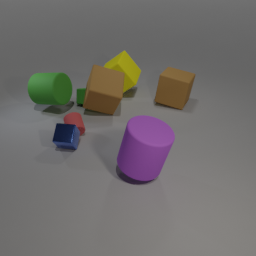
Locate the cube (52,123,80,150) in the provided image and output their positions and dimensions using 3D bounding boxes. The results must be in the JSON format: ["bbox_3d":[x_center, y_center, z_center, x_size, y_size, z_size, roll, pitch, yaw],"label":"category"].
[{"bbox_3d":[-2.153,0.300,9.851,0.700,0.700,0.700,4,68,7],"label":"cube"}]

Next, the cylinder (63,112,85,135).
[{"bbox_3d":[-2.052,-0.124,10.709,0.700,0.700,0.700,-11,59,-19],"label":"cylinder"}]

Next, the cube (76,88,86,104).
[{"bbox_3d":[-1.962,-1.504,13.261,0.700,0.700,0.700,7,13,20],"label":"cube"}]

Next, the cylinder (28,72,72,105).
[{"bbox_3d":[-3.434,-1.736,12.421,1.400,1.400,1.400,4,28,24],"label":"cylinder"}]

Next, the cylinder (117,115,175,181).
[{"bbox_3d":[0.493,0.579,8.216,1.400,1.400,1.400,11,35,-8],"label":"cylinder"}]

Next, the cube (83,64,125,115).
[{"bbox_3d":[-1.054,-1.627,12.114,1.400,1.400,1.400,13,59,-15],"label":"cube"}]

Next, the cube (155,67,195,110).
[{"bbox_3d":[2.231,-1.909,13.286,1.400,1.400,1.400,19,33,16],"label":"cube"}]

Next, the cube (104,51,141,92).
[{"bbox_3d":[-0.393,-2.719,14.061,1.400,1.400,1.400,-27,28,33],"label":"cube"}]
